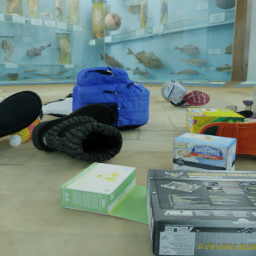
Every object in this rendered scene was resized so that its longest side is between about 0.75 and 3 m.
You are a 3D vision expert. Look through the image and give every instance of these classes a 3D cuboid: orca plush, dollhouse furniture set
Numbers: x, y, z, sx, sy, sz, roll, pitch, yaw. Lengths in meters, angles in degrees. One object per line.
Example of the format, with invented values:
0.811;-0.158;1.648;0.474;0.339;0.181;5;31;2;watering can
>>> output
-2.361;-0.504;10.794;2.558;0.909;1.346;-24;70;-40;orca plush
5.473;-1.378;12.084;1.795;1.608;2.266;9;15;36;dollhouse furniture set

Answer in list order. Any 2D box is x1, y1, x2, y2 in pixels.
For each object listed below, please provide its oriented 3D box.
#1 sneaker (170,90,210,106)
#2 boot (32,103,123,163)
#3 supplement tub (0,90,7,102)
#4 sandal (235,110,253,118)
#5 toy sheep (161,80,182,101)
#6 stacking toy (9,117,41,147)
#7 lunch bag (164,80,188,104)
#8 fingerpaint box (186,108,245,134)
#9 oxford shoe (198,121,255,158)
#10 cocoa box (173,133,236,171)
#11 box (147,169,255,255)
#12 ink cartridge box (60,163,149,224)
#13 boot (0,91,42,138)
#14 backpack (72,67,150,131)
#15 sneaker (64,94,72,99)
3.240;-1.522;14.501;2.043;0.824;0.763;3;3;34;sneaker
-0.767;0.058;6.730;1.927;0.970;2.578;1;21;42;boot
-4.260;-0.488;8.088;1.531;1.531;2.120;-4;13;-17;supplement tub
4.344;-0.468;10.923;1.008;0.379;0.241;-6;40;32;sandal
2.654;-2.244;17.015;1.398;1.398;2.027;0;-8;-1;toy sheep
-2.901;0.094;7.584;0.884;0.884;1.210;-1;27;-3;stacking toy
2.328;-1.821;14.053;0.991;0.841;0.630;44;39;21;lunch bag
2.659;-0.197;8.854;1.462;0.643;1.753;2;12;5;fingerpaint box
2.866;0.243;6.246;2.633;0.937;0.955;7;1;8;oxford shoe
1.465;0.522;5.392;1.038;0.681;0.692;8;14;32;cocoa box
1.199;1.008;3.617;1.879;0.454;1.488;1;12;0;box
-0.070;0.940;4.267;1.549;0.371;1.127;3;13;20;ink cartridge box
-3.069;-0.004;6.211;2.305;0.880;1.936;-29;14;-2;boot
-0.485;-0.917;9.088;2.437;2.045;1.980;0;19;-17;backpack
-2.566;-1.105;12.460;2.180;0.923;0.812;11;16;43;sneaker
